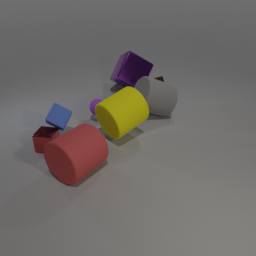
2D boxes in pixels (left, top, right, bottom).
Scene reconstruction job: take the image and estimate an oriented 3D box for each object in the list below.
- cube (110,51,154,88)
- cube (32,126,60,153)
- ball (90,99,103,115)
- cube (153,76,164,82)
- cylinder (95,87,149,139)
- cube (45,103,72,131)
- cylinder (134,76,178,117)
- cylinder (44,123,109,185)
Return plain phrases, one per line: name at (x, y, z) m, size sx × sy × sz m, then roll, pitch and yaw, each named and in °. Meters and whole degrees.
cube at (0.155, -2.749, 13.793) m, size 1.400 × 1.400 × 1.400 m, roll 25°, pitch -4°, yaw -20°
cube at (-2.821, 0.421, 9.779) m, size 0.700 × 0.700 × 0.700 m, roll 6°, pitch 30°, yaw 10°
ball at (-1.222, -0.846, 11.462) m, size 0.700 × 0.700 × 0.700 m, roll 0°, pitch 29°, yaw 0°
cube at (1.280, -1.925, 13.062) m, size 0.700 × 0.700 × 0.700 m, roll -15°, pitch -5°, yaw -18°
cylinder at (-0.219, -0.550, 9.948) m, size 1.400 × 1.400 × 1.400 m, roll -34°, pitch 43°, yaw -26°
cube at (-2.494, -0.387, 10.099) m, size 0.700 × 0.700 × 0.700 m, roll 27°, pitch -14°, yaw -9°
cylinder at (1.094, -1.294, 11.661) m, size 1.400 × 1.400 × 1.400 m, roll 12°, pitch 21°, yaw -30°
cylinder at (-1.544, 0.755, 8.437) m, size 1.400 × 1.400 × 1.400 m, roll 20°, pitch 36°, yaw 31°
